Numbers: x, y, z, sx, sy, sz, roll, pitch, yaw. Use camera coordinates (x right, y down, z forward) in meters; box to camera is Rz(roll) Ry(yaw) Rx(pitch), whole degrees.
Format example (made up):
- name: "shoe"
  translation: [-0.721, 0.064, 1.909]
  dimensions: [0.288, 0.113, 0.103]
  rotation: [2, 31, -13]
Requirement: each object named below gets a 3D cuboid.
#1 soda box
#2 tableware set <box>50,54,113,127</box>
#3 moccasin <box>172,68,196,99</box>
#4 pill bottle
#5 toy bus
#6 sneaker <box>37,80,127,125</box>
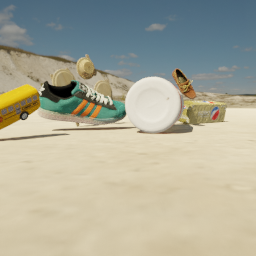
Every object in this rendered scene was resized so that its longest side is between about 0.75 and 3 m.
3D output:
- name: "soda box"
  translation: [2.865, -0.633, 10.916]
  dimensions: [2.283, 0.773, 0.731]
  rotation: [-4, 18, -39]
- name: "tableware set"
  translation: [-1.458, -1.303, 9.261]
  dimensions: [0.262, 1.883, 2.254]
  rotation: [-3, 32, 44]
- name: "moccasin"
  translation: [1.786, -1.390, 8.768]
  dimensions: [0.399, 1.090, 0.421]
  rotation: [-26, -6, -5]
- name: "pill bottle"
  translation: [0.891, -0.660, 8.103]
  dimensions: [1.421, 1.421, 2.594]
  rotation: [1, 5, 14]
- name: "toy bus"
  translation: [-2.536, -0.359, 5.780]
  dimensions: [0.469, 0.564, 1.441]
  rotation: [29, 45, 28]
- name: "sneaker"
  translation: [-1.173, -0.752, 7.833]
  dimensions: [2.576, 1.029, 0.919]
  rotation: [1, 33, -21]
